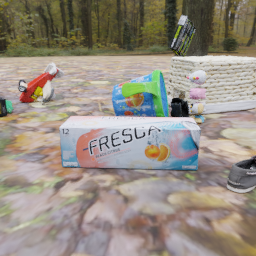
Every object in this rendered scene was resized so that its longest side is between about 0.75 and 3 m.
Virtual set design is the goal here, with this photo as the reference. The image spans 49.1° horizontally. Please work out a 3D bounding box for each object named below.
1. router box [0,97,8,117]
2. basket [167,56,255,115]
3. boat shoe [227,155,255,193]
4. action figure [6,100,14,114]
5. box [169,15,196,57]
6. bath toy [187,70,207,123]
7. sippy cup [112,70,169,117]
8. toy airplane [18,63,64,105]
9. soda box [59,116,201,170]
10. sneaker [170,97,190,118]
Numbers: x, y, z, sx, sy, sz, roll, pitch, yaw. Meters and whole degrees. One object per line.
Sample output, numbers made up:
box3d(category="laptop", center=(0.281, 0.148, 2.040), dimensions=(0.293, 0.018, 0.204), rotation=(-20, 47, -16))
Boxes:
box3d(category="router box", center=(-5.348, -0.720, 9.205), dimensions=(2.291, 0.598, 1.801), rotation=(16, 24, 42))
box3d(category="basket", center=(3.065, -1.662, 10.211), dimensions=(2.937, 1.812, 1.990), rotation=(-6, 19, -20))
box3d(category="boat shoe", center=(2.279, 0.698, 4.933), dimensions=(1.521, 0.433, 0.508), rotation=(-14, 22, -38))
box3d(category="action figure", center=(-4.272, -0.736, 9.806), dimensions=(0.629, 0.291, 1.064), rotation=(-10, 27, -34))
box3d(category="box", center=(2.249, -3.703, 11.475), dimensions=(0.320, 1.348, 1.302), rotation=(25, 8, 25))
box3d(category="bath toy", center=(2.038, -0.937, 8.356), dimensions=(0.569, 1.540, 0.670), rotation=(-1, 8, 0))
box3d(category="sippy cup", center=(0.357, -0.828, 8.308), dimensions=(1.482, 2.022, 1.588), rotation=(-7, 44, 16))
box3d(category="toy airplane", center=(-3.282, -1.690, 11.179), dimensions=(1.834, 1.300, 1.842), rotation=(-2, 46, 37))
box3d(category="soda box", center=(0.033, 0.268, 5.632), dimensions=(2.660, 0.846, 0.910), rotation=(0, 17, 3))
box3d(category="sneaker", center=(1.524, -0.594, 8.366), dimensions=(0.460, 0.800, 1.533), rotation=(-21, 20, 1))
